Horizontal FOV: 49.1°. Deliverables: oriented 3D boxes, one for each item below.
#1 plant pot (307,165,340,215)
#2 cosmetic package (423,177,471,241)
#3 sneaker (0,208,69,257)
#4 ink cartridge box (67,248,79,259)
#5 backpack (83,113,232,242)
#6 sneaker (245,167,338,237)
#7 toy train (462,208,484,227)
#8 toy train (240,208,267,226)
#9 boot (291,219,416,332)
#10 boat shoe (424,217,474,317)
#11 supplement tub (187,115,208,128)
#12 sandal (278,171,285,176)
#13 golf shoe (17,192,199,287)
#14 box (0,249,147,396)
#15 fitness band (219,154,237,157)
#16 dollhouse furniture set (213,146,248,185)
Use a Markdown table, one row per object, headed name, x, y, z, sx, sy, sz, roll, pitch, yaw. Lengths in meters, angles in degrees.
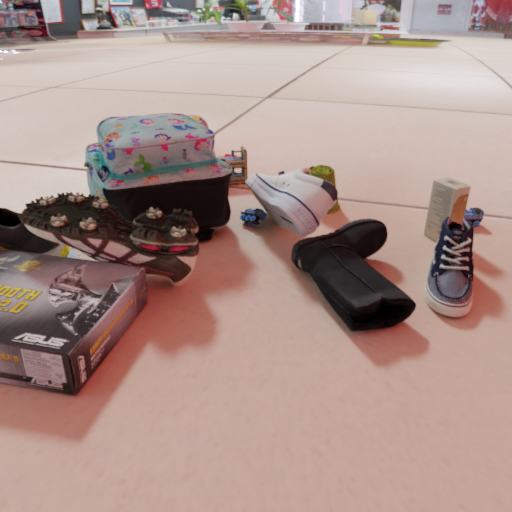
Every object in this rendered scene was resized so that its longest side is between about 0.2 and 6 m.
| name | x | y | z | sx | sy | sz | roll | pitch | yaw |
| --- | --- | --- | --- | --- | --- | --- | --- | --- | --- |
| plant pot | 1.538 | -1.626 | 13.411 | 1.022 | 0.971 | 1.022 | 1 | 28 | 0 |
| cosmetic package | 4.007 | -0.941 | 11.796 | 0.451 | 1.269 | 0.668 | -13 | 32 | -27 |
| sneaker | -5.074 | -0.338 | 10.602 | 2.906 | 1.229 | 1.082 | -7 | 28 | -3 |
| ink cartridge box | -3.855 | 0.118 | 10.988 | 0.745 | 0.164 | 0.759 | -11 | 28 | -16 |
| backpack | -2.316 | -1.844 | 12.474 | 2.929 | 2.484 | 3.299 | -11 | 25 | -22 |
| sneaker | 0.771 | -1.291 | 11.941 | 1.184 | 1.221 | 3.345 | -39 | 27 | -4 |
| toy train | 4.742 | -0.865 | 12.574 | 0.708 | 0.404 | 0.307 | -3 | 28 | -6 |
| toy train | -0.081 | -0.888 | 12.589 | 0.647 | 0.280 | 0.370 | 13 | 65 | 44 |
| boot | 2.010 | 0.266 | 9.949 | 2.059 | 0.820 | 2.498 | -20 | 28 | -13 |
| boat shoe | 3.505 | 0.103 | 10.063 | 0.844 | 1.048 | 2.260 | 6 | 28 | 12 |
| supplement tub | -2.031 | -3.754 | 17.309 | 1.063 | 1.063 | 1.462 | 3 | 28 | 5 |
| sandal | 0.830 | -1.790 | 13.942 | 0.357 | 0.633 | 1.666 | -21 | 27 | 5 |
| golf shoe | -2.607 | -0.209 | 9.891 | 3.170 | 1.396 | 1.224 | 11 | 37 | 1 |
| box | -3.675 | 0.885 | 8.881 | 3.180 | 0.769 | 2.518 | 7 | 29 | 12 |
| fitness band | -0.850 | -2.929 | 16.793 | 0.588 | 0.110 | 0.422 | 7 | 31 | 15 |
| dollhouse furniture set | -0.834 | -2.577 | 15.223 | 0.943 | 0.938 | 1.338 | -6 | 29 | -12 |
